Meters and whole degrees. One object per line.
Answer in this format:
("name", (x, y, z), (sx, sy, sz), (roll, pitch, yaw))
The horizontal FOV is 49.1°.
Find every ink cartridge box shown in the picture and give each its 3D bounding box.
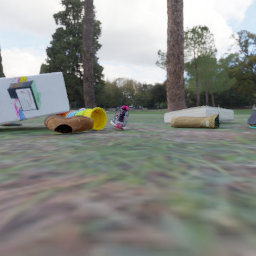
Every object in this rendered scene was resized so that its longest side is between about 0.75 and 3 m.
("ink cartridge box", (-3.321, -0.756, 7.654), (2.753, 1.156, 1.993), (-15, 12, -38))

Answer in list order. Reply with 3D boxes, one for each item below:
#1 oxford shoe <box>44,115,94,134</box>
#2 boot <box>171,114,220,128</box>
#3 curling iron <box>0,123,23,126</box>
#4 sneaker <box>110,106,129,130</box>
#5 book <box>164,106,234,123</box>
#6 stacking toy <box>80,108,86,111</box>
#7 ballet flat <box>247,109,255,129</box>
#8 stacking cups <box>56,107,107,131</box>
("oxford shoe", (-1.214, -0.018, 6.204), (1.227, 0.438, 0.437), (-3, 33, -45))
("boot", (2.073, -0.218, 8.522), (1.278, 0.423, 1.120), (1, 3, 28))
("curling iron", (-4.037, -0.132, 9.223), (0.295, 0.152, 1.191), (2, 4, 40))
("sneaker", (-0.196, -0.286, 7.492), (0.428, 0.397, 1.063), (24, 23, -8))
("book", (3.045, -0.504, 11.839), (1.855, 0.667, 2.777), (-2, 1, 41))
("stacking toy", (-1.859, -0.588, 13.700), (0.654, 0.654, 1.532), (-3, 9, -38))
("ballet flat", (4.458, -0.492, 8.676), (2.748, 1.004, 1.004), (-4, 5, -44))
("stacking cups", (-1.437, -0.190, 7.710), (1.967, 0.595, 0.595), (-3, 0, 43))
